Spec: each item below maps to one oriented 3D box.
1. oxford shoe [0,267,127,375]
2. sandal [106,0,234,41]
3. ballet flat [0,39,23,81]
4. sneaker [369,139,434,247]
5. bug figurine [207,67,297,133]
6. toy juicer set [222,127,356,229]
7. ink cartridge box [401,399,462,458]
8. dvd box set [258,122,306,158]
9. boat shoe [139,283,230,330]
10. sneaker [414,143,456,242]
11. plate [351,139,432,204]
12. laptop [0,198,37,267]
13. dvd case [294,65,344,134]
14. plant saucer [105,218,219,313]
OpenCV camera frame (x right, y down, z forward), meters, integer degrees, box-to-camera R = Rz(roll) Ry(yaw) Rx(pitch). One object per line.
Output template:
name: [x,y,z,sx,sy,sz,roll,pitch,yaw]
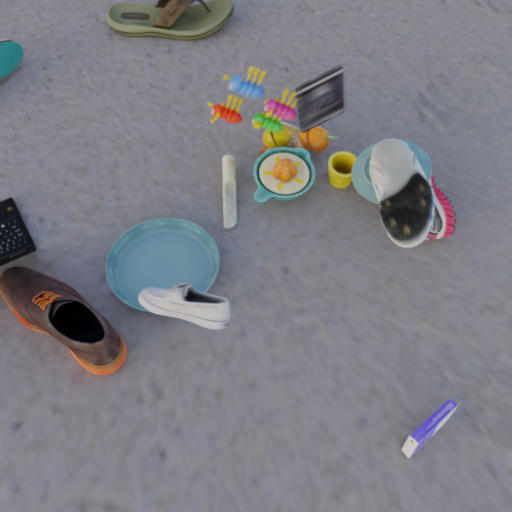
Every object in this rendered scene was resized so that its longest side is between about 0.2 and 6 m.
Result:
oxford shoe: [-3.433,0.869,9.702,2.903,1.053,1.033,29,60,19]
sandal: [-2.291,-6.464,14.787,3.411,0.973,1.355,-3,56,-2]
ballet flat: [-6.725,-4.430,13.515,0.797,0.862,2.556,13,54,26]
sneaker: [2.578,-1.048,9.822,0.958,0.966,2.666,-16,40,17]
bug figurine: [-0.057,-2.986,11.251,1.665,2.147,0.552,16,80,-15]
toy juicer set: [0.424,-1.957,11.680,3.097,0.843,1.970,-20,65,-11]
ink cartridge box: [2.678,2.606,8.582,0.934,0.943,0.205,-34,62,-21]
dvd box set: [0.689,-2.471,12.533,0.862,0.173,1.179,22,58,15]
boat shoe: [-1.161,0.705,8.968,1.610,0.529,0.579,17,26,24]
sneaker: [3.127,-1.371,11.309,0.894,0.965,2.394,-14,57,-7]
plate: [2.662,-1.722,11.101,1.559,0.199,1.559,-7,63,14]
laptop: [-5.367,-0.225,10.345,2.147,1.251,2.423,-26,60,-17]
dvd case: [1.152,-2.788,10.043,0.902,1.213,0.097,-28,64,-4]
plant saucer: [-1.755,0.192,10.640,2.135,0.292,2.135,0,56,-1]
